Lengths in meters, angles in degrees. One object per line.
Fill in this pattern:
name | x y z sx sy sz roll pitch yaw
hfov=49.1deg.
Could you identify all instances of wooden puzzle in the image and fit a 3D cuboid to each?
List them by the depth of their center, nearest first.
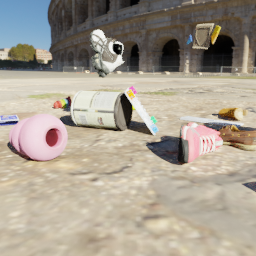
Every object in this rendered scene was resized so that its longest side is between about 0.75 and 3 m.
wooden puzzle | 2.816 -3.409 10.459 0.172 0.994 1.473 4 20 -31

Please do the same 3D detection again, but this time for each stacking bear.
stacking bear | -3.627 -1.336 15.350 0.979 0.556 0.594 -22 4 -35

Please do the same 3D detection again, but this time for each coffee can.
coffee can | -0.949 -0.681 10.460 1.902 1.392 1.392 6 14 23

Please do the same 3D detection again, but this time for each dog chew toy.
dog chew toy | -2.447 0.232 7.313 1.892 1.178 1.178 0 10 43

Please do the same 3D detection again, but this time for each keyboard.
keyboard | 3.424 -0.279 11.694 2.537 0.135 0.714 11 12 39

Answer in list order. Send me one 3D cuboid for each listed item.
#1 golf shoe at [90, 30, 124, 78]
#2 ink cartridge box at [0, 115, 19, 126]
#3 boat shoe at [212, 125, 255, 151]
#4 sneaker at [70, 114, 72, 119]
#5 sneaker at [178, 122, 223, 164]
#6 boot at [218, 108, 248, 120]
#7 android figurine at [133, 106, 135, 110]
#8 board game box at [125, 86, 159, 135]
golf shoe | -0.769 -3.110 11.103 1.265 1.041 2.678 -22 52 13
ink cartridge box | -5.080 -0.259 11.171 1.326 0.315 1.342 -5 15 -25
boat shoe | 3.085 0.193 8.441 0.654 0.614 1.818 -11 17 -40
sneaker | -1.962 -0.722 12.708 0.911 0.595 1.628 4 21 4
sneaker | 1.939 0.312 7.350 1.037 0.881 2.390 6 14 20
boot | 4.561 -0.641 12.494 1.117 0.549 1.560 3 8 38
android figurine | 0.138 -1.122 15.020 1.167 0.240 1.062 5 13 23
board game box | 0.533 -0.704 10.164 0.231 1.782 1.783 -34 8 11
